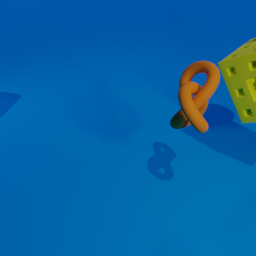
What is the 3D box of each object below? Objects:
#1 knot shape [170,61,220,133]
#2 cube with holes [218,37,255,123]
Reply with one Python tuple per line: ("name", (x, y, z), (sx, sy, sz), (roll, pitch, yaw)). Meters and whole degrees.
("knot shape", (1.066, -0.513, 4.469), (0.564, 1.143, 1.221), (13, -1, 7))
("cube with holes", (2.791, -1.016, 5.202), (1.313, 1.313, 1.313), (-36, 17, -30))
